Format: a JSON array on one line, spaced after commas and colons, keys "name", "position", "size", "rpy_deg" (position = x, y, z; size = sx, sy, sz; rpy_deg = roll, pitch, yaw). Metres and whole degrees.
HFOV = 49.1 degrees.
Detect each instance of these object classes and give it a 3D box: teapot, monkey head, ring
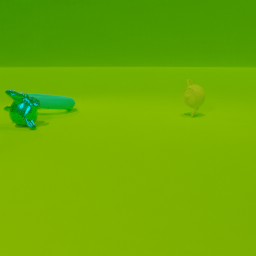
[{"name": "teapot", "position": [2.013, -0.943, 8.738], "size": [0.579, 1.182, 0.735], "rpy_deg": [-6, -5, -38]}, {"name": "monkey head", "position": [-2.838, -0.508, 7.310], "size": [1.390, 0.838, 1.000], "rpy_deg": [27, 0, 33]}, {"name": "ring", "position": [-2.795, -0.924, 9.698], "size": [1.908, 0.382, 1.908], "rpy_deg": [6, 8, -1]}]
